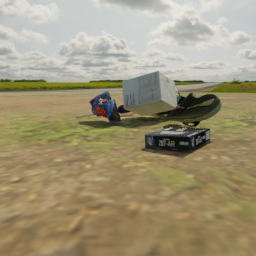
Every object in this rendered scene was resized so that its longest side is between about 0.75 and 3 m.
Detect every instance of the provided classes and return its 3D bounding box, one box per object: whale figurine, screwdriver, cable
[{"bbox_3d":[1.831,-1.122,11.764,0.613,1.180,0.939,36,-38,-27],"label":"whale figurine"},{"bbox_3d":[-0.839,-0.663,11.750,2.807,0.392,0.408,-14,22,-31],"label":"screwdriver"},{"bbox_3d":[2.551,-1.038,12.686,2.832,0.719,2.311,-8,11,-27],"label":"cable"}]

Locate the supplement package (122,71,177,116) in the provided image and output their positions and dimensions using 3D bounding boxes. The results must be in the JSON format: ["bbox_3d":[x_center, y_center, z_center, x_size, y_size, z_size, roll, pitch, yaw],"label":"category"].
[{"bbox_3d":[0.859,-1.290,10.942,1.596,1.174,1.526,-11,-14,30],"label":"supplement package"}]

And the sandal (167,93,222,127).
[{"bbox_3d":[1.988,-0.413,8.482,1.156,0.831,2.911,-44,10,0],"label":"sandal"}]

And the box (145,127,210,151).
[{"bbox_3d":[1.136,0.216,6.263,1.040,0.283,1.298,2,9,34],"label":"box"}]

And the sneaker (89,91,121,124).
[{"bbox_3d":[-0.841,-0.641,9.977,0.859,0.825,2.190,-22,24,-7],"label":"sneaker"}]
